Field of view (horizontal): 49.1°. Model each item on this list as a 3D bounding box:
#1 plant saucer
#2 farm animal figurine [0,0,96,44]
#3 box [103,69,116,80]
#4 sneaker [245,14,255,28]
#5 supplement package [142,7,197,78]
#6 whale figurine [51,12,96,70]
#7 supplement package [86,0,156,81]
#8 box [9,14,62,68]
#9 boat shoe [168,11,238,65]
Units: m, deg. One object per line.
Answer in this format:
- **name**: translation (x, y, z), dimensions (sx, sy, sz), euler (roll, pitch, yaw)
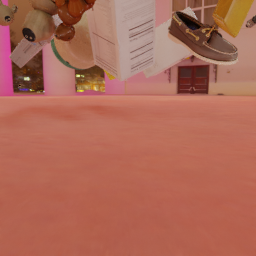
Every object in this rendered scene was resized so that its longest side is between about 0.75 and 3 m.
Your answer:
- **plant saucer**: translation (2.490, -3.049, 6.554), dimensions (0.373, 1.540, 1.540), euler (15, 29, -7)
- **farm animal figurine**: translation (-1.781, -1.913, 4.299), dimensions (2.468, 1.993, 1.241), euler (-12, -23, -10)
- **box**: translation (-0.955, -3.104, 11.037), dimensions (0.530, 1.286, 2.191), euler (-17, -38, 16)
- **sneaker**: translation (3.678, -3.095, 8.228), dimensions (0.502, 0.326, 0.869), euler (-26, 5, 44)
- **supplement package**: translation (1.674, -3.290, 11.061), dimensions (2.616, 1.535, 1.529), euler (-27, 4, 23)
- **whale figurine**: translation (-1.535, -3.185, 9.316), dimensions (2.129, 2.677, 1.389), euler (34, -24, -34)
- **supplement package**: translation (-0.157, -2.438, 6.647), dimensions (1.174, 2.143, 1.219), euler (-32, 51, -25)
- **box**: translation (-1.905, -2.488, 6.947), dimensions (1.606, 0.424, 2.060), euler (-12, 38, 52)
- **boat shoe**: translation (2.032, -2.515, 7.717), dimensions (0.888, 0.736, 2.472), euler (-20, 46, -25)
